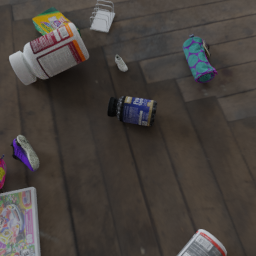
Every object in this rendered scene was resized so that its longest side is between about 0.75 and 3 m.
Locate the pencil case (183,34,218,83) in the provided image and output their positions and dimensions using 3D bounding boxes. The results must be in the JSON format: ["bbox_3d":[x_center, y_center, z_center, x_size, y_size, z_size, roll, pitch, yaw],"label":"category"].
[{"bbox_3d":[2.729,-2.642,10.769,0.861,0.793,1.864,-22,64,21],"label":"pencil case"}]

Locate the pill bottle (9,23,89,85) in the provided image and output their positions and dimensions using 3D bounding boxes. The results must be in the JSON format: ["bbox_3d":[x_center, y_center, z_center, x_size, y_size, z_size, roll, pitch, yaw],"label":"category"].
[{"bbox_3d":[-2.875,-2.679,10.337,2.601,1.425,1.425,-26,67,-1],"label":"pill bottle"}]

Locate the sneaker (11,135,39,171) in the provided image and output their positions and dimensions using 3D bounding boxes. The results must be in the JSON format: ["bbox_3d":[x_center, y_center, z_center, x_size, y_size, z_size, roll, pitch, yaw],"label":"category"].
[{"bbox_3d":[-3.465,0.929,9.289,0.644,0.450,1.294,-33,81,14],"label":"sneaker"}]

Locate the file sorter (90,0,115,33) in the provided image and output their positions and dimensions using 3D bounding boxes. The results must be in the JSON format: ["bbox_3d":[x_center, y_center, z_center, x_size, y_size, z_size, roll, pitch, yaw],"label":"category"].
[{"bbox_3d":[-1.080,-4.746,11.845,0.782,0.702,1.127,13,65,6],"label":"file sorter"}]

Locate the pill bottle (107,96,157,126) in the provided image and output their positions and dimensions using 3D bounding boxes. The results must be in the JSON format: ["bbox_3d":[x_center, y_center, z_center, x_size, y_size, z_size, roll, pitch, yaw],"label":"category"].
[{"bbox_3d":[0.144,-0.614,9.737,1.628,0.910,0.910,10,65,4],"label":"pill bottle"}]

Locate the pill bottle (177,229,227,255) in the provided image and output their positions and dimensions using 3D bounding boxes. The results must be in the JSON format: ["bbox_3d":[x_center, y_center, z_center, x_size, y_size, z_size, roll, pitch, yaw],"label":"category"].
[{"bbox_3d":[1.822,3.700,7.638,1.657,0.960,0.960,-42,71,-17],"label":"pill bottle"}]

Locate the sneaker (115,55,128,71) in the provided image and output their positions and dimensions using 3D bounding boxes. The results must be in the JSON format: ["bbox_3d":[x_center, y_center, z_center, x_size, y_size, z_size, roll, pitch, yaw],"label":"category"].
[{"bbox_3d":[-0.274,-2.541,11.005,0.288,0.304,0.755,-32,70,-16],"label":"sneaker"}]

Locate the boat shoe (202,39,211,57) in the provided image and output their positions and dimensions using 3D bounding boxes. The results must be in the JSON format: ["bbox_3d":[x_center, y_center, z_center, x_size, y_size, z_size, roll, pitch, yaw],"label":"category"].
[{"bbox_3d":[3.147,-3.272,11.338,0.312,0.346,0.962,-20,60,-4],"label":"boat shoe"}]

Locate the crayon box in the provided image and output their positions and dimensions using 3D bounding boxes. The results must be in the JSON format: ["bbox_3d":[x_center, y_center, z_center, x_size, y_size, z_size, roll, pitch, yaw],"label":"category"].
[{"bbox_3d":[-2.953,-4.109,11.617,1.098,0.539,1.849,-40,71,-17],"label":"crayon box"}]

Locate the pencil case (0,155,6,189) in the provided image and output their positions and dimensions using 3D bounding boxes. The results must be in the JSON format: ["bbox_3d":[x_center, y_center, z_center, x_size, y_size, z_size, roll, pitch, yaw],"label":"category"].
[{"bbox_3d":[-5.121,1.358,8.694,2.564,1.133,1.133,-1,64,1],"label":"pencil case"}]

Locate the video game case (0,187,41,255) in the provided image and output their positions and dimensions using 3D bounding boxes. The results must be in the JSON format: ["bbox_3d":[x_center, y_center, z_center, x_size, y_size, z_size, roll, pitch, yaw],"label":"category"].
[{"bbox_3d":[-4.168,3.082,8.307,2.945,0.265,2.109,-11,65,-4],"label":"video game case"}]
